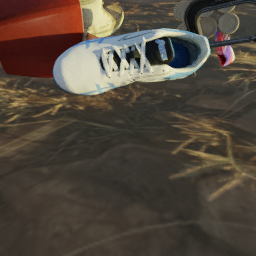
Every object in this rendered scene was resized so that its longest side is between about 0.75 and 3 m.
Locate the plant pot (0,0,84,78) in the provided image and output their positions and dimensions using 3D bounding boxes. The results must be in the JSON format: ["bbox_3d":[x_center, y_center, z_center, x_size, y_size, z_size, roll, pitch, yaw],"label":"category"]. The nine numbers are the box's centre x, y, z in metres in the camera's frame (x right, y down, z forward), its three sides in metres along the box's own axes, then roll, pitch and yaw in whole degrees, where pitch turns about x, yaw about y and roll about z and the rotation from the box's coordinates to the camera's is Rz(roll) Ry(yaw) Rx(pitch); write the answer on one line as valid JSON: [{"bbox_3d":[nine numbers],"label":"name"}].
[{"bbox_3d":[-2.536,-2.807,7.461,2.195,2.488,2.491,-16,62,-13],"label":"plant pot"}]

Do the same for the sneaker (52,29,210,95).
[{"bbox_3d":[0.116,-1.288,5.083,2.957,1.063,1.072,-14,-1,-19],"label":"sneaker"}]

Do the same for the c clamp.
[{"bbox_3d":[2.600,-2.579,7.542,2.586,2.209,0.350,-3,39,40],"label":"c clamp"}]

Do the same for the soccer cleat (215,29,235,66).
[{"bbox_3d":[3.079,-2.696,9.164,0.503,1.374,0.469,-37,27,-19],"label":"soccer cleat"}]

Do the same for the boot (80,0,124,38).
[{"bbox_3d":[-0.893,-3.578,8.168,0.863,1.852,2.394,42,58,15],"label":"boot"}]

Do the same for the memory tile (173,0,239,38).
[{"bbox_3d":[2.282,-4.025,8.598,1.918,2.503,0.210,-9,10,11],"label":"memory tile"}]

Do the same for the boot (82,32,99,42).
[{"bbox_3d":[-0.028,-1.720,7.016,2.194,0.751,2.066,13,5,3],"label":"boot"}]
